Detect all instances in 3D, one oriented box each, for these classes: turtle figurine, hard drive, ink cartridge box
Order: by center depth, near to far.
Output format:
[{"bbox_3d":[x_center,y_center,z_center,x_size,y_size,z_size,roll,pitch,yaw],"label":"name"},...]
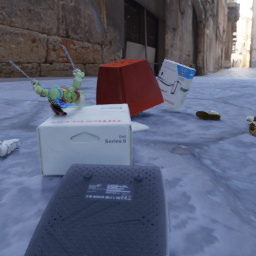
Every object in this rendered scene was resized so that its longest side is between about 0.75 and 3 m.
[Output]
[{"bbox_3d":[-0.297,1.308,3.474,1.584,0.497,2.348,1,29,5],"label":"hard drive"},{"bbox_3d":[-1.797,-1.198,7.465,1.305,1.814,1.758,-39,-7,-3],"label":"turtle figurine"},{"bbox_3d":[-0.985,0.175,7.607,2.125,1.280,2.925,-2,12,-1],"label":"ink cartridge box"},{"bbox_3d":[2.319,-2.242,14.469,1.561,2.139,0.902,27,20,25],"label":"ink cartridge box"}]

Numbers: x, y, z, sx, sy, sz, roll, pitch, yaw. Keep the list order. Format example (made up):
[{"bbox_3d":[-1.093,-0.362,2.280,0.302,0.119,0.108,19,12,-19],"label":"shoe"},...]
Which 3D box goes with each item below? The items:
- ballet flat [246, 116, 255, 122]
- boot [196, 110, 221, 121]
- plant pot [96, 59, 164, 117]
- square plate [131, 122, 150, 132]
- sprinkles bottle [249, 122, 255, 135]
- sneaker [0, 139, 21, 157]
[{"bbox_3d":[5.890,-0.397,11.608,1.911,0.543,0.635,2,13,8],"label":"ballet flat"},{"bbox_3d":[3.703,-0.625,12.907,1.102,0.397,0.853,10,16,16],"label":"boot"},{"bbox_3d":[-0.067,-2.070,13.416,2.499,2.202,2.496,-24,26,-34],"label":"plant pot"},{"bbox_3d":[0.080,-0.065,11.058,1.151,0.164,1.140,-8,16,-30],"label":"square plate"},{"bbox_3d":[5.147,-0.011,10.056,1.498,0.511,0.511,-3,14,-10],"label":"sprinkles bottle"},{"bbox_3d":[-3.388,0.533,8.037,0.578,0.378,1.005,-9,12,-23],"label":"sneaker"}]
